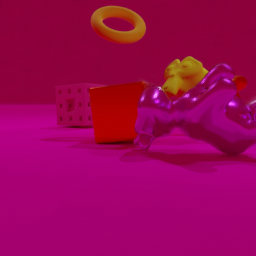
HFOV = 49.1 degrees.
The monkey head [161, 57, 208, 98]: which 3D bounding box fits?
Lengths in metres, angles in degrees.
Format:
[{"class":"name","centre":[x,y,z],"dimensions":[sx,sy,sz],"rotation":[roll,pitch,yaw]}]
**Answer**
[{"class":"monkey head","centre":[1.053,-0.756,5.212],"dimensions":[1.392,0.839,1.001],"rotation":[1,49,49]}]

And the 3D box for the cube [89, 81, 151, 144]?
[{"class":"cube","centre":[-0.059,-0.276,4.863],"dimensions":[0.914,0.914,0.914],"rotation":[-5,5,12]}]

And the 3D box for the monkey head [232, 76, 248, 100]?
[{"class":"monkey head","centre":[1.755,-0.594,5.950],"dimensions":[1.795,1.291,1.082],"rotation":[-48,20,-28]}]

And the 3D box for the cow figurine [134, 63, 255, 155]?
[{"class":"cow figurine","centre":[0.881,-0.086,3.643],"dimensions":[1.542,1.517,0.846],"rotation":[35,37,-9]}]

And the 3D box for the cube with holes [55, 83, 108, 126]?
[{"class":"cube with holes","centre":[-1.244,-0.642,7.913],"dimensions":[1.088,1.088,1.088],"rotation":[1,4,35]}]

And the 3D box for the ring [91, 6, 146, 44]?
[{"class":"ring","centre":[-0.198,-2.190,5.909],"dimensions":[1.167,1.167,0.233],"rotation":[-1,-37,-15]}]
